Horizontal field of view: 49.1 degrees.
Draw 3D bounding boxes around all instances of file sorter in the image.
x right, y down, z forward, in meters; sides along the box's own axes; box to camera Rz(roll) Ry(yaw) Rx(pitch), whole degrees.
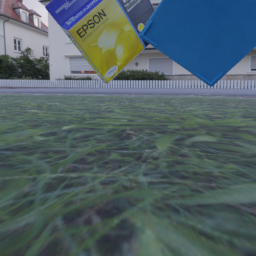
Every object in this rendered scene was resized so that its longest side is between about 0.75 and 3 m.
[{"bbox_3d":[2.002,-2.785,5.798,2.031,2.927,1.796,33,45,-9],"label":"file sorter"}]

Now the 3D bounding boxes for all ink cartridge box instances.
[{"bbox_3d":[-0.501,-3.199,8.231,2.667,2.699,0.634,-45,36,-8],"label":"ink cartridge box"}]
